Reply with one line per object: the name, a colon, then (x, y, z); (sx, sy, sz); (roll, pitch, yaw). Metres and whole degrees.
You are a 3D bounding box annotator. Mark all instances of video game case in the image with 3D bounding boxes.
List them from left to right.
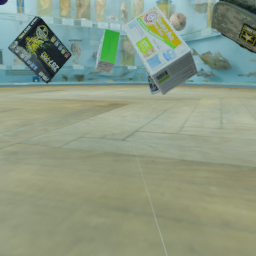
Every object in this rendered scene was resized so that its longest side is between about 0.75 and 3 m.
video game case: (1.177, -1.736, 8.930); (1.179, 1.074, 0.135); (-17, -17, 22)

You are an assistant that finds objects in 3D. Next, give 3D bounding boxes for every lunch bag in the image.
lunch bag: (2.514, -2.219, 4.903); (1.616, 1.970, 1.158); (36, 47, 18)

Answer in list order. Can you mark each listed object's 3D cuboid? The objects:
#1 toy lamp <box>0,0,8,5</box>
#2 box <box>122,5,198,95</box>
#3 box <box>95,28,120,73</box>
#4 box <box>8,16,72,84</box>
toy lamp: (-3.160, -3.913, 7.733); (2.478, 0.721, 0.721); (-1, 9, 30)
box: (0.885, -2.231, 7.941); (1.200, 2.133, 1.081); (-32, -32, 9)
box: (-0.853, -3.074, 11.303); (0.650, 1.345, 1.187); (11, -11, -13)
box: (-2.048, -1.820, 6.667); (0.307, 1.008, 1.250); (33, -11, 36)
